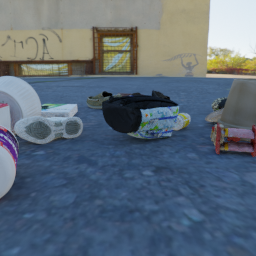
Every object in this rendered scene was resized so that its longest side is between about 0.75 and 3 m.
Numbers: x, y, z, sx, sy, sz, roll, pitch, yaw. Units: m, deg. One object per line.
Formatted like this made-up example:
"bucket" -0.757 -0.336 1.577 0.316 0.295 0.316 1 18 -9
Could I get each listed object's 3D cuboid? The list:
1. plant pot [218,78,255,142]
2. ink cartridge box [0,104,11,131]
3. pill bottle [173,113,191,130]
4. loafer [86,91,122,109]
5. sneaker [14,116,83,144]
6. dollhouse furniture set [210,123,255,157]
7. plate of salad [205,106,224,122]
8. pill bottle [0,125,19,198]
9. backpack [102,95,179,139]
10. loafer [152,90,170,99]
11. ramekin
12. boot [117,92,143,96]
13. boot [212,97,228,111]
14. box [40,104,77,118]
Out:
"plant pot" 4.321 -0.720 9.782 2.243 1.946 2.243 0 14 0
"ink cartridge box" -5.270 0.015 8.054 2.984 1.277 2.202 -1 13 4
"pill bottle" 2.035 -0.272 10.813 0.571 0.571 1.015 9 15 33
"loafer" -1.207 -1.540 15.245 2.846 0.991 1.070 12 18 41
"sneaker" -2.710 0.029 9.333 2.250 0.876 1.118 0 3 -41
"dollhouse furniture set" 3.132 0.172 8.440 1.057 0.799 1.964 3 14 11
"plate of salad" 3.842 -0.601 11.384 1.447 0.348 1.447 -9 -20 -3
"pill bottle" -2.905 0.596 5.753 1.206 1.206 2.144 -4 15 -18
"backpack" 0.603 -0.400 9.317 2.311 1.776 1.885 -22 22 -31
"loafer" 1.805 -1.396 15.146 0.908 0.929 2.546 2 23 -7
"ramekin" -4.176 -0.692 9.711 2.074 2.074 0.966 2 24 8
"boot" -0.056 -1.926 17.472 2.211 0.710 2.061 13 6 34
"boot" 5.616 -1.005 12.956 2.912 1.051 2.200 -4 11 -20
"box" -3.424 -0.771 13.229 1.723 0.434 2.388 0 12 -2
